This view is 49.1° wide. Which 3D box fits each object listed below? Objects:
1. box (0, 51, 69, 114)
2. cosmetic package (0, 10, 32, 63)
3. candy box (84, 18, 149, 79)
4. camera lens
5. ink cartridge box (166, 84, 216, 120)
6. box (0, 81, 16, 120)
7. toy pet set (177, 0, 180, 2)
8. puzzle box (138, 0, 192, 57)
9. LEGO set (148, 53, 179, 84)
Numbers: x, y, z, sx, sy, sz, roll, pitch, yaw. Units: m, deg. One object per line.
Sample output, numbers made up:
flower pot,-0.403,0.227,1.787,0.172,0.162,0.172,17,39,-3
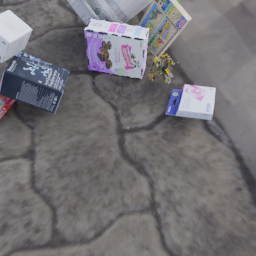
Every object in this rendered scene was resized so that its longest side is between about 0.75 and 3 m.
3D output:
box,-2.572,-1.282,7.827,1.556,0.833,1.155,19,39,-17
cosmetic package,-3.130,-2.337,7.159,0.773,0.772,0.937,40,43,-9
candy box,-0.334,-2.430,8.721,1.828,1.533,0.654,11,52,7
camera lens,-0.355,-4.707,8.956,2.971,2.376,2.376,-35,58,16
ink cartridge box,1.835,-0.795,8.116,1.288,0.279,1.265,9,45,13
box,-4.017,-0.604,7.969,0.727,0.759,1.523,14,56,18
toy pet set,1.071,-6.436,11.331,2.914,1.548,2.721,-15,58,-10
puzzle box,1.001,-3.143,8.619,0.234,1.843,1.226,-38,86,-33
LEGO set,1.047,-1.688,8.411,0.739,0.960,0.556,-10,58,-25
